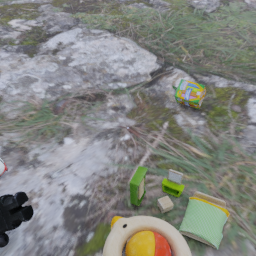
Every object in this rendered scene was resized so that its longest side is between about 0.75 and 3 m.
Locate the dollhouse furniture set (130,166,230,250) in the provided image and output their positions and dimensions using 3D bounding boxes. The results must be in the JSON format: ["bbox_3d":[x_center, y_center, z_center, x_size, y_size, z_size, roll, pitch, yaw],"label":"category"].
[{"bbox_3d":[1.031,1.422,5.535,1.963,0.758,0.981,18,44,19],"label":"dollhouse furniture set"}]

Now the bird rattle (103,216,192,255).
[{"bbox_3d":[0.390,2.219,4.343,2.290,1.290,1.867,3,43,2],"label":"bird rattle"}]

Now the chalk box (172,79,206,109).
[{"bbox_3d":[1.713,-1.011,8.135,0.935,0.584,0.579,20,84,22],"label":"chalk box"}]

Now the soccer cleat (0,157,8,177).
[{"bbox_3d":[-3.265,0.606,6.490,0.464,0.576,1.352,-42,56,-8],"label":"soccer cleat"}]

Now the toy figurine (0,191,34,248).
[{"bbox_3d":[-2.676,1.738,4.070,1.598,2.261,2.297,-23,46,10],"label":"toy figurine"}]
